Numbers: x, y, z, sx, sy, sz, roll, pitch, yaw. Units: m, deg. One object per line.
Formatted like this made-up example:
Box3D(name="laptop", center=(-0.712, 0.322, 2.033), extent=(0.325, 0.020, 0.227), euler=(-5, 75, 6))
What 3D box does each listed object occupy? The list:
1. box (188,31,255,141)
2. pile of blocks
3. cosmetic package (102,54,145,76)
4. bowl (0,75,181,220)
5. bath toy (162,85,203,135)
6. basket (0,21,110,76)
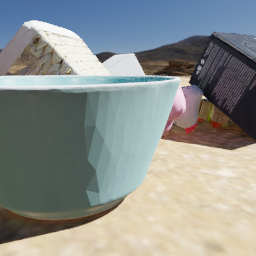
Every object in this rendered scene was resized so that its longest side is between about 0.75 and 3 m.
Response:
Box3D(name="box", center=(3.125, -1.058, 6.546), extent=(2.290, 1.419, 2.251), euler=(-8, 44, -34))
Box3D(name="pile of blocks", center=(2.229, -0.412, 7.680), extent=(0.872, 0.660, 2.124), euler=(9, 17, -17))
Box3D(name="cosmetic package", center=(-0.701, -2.210, 12.377), extent=(2.068, 1.276, 2.075), euler=(-37, 25, -14))
Box3D(name="bowl", center=(-0.741, 0.091, 3.314), extent=(2.653, 1.388, 2.653), euler=(0, 11, 0))
Box3D(name="bath toy", center=(0.608, -0.238, 5.710), extent=(1.294, 1.100, 2.976), euler=(-10, 3, 39))
Box3D(name="basket", center=(-1.937, -1.367, 7.636), extent=(2.030, 1.848, 2.995), euler=(-43, 1, 16))
